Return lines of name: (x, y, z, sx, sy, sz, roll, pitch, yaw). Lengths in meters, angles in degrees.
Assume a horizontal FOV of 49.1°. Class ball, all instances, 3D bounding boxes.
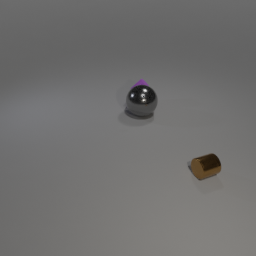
ball: (0.608, -1.200, 12.321, 1.400, 1.400, 1.400, 0, 32, 0)

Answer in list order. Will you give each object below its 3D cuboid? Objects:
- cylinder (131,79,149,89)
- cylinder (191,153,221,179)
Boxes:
cylinder: (0.605, -1.832, 13.176, 0.700, 0.700, 0.700, -40, 29, 16)
cylinder: (2.526, 1.236, 9.089, 0.700, 0.700, 0.700, -13, 34, -20)
